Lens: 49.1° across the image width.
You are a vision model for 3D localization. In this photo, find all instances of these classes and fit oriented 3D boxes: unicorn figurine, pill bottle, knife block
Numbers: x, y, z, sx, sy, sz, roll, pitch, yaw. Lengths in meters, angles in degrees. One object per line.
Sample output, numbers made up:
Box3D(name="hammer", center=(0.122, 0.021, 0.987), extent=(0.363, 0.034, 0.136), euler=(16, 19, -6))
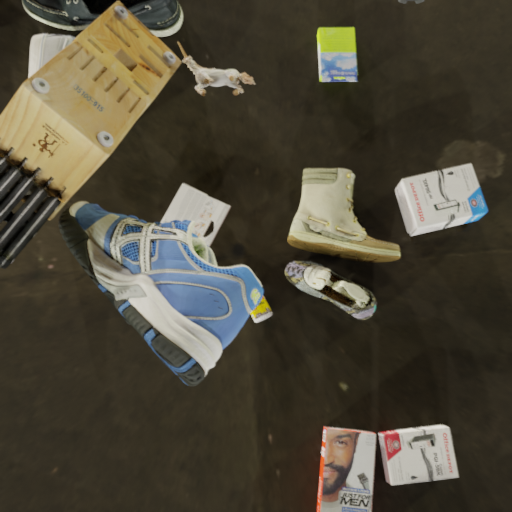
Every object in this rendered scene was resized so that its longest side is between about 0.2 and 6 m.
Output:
Box3D(name="unicorn figurine", center=(-0.628, -2.591, 8.064), extent=(1.136, 0.420, 0.780), euler=(12, 34, -18))
Box3D(name="pill bottle", center=(-0.007, 0.798, 9.609), extent=(0.348, 0.348, 0.637), euler=(-27, 78, -6))
Box3D(name="knife block", center=(-2.671, -1.288, 7.074), extent=(1.096, 3.007, 3.426), euler=(41, 42, -21))

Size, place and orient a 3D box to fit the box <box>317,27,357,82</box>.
Box3D(name="box", center=(1.549, -3.792, 10.709), extent=(0.708, 0.277, 1.161), euler=(-1, 77, 0))

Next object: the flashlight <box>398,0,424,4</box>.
Box3D(name="flashlight", center=(1.731, -3.785, 6.719), extent=(0.580, 0.578, 1.706), euler=(19, 60, -33))

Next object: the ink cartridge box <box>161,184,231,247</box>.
Box3D(name="ink cartridge box", center=(-1.129, -0.586, 9.975), extent=(0.993, 0.252, 1.127), euler=(26, 79, 7))

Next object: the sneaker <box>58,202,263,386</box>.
Box3D(name="sneaker", center=(-1.189, 0.140, 6.469), extent=(1.257, 1.235, 3.263), euler=(-42, 49, -14))

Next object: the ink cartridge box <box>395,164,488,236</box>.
Box3D(name="ink cartridge box", center=(3.252, -0.986, 9.919), extent=(1.298, 0.547, 0.948), euler=(-14, 77, -3))

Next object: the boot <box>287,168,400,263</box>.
Box3D(name="boot", center=(1.637, -0.723, 9.794), extent=(1.950, 0.703, 1.508), euler=(12, 76, 4))

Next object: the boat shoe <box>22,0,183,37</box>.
Box3D(name="boat shoe", center=(-3.005, -4.934, 10.578), extent=(3.146, 1.043, 1.176), euler=(14, 77, 3))

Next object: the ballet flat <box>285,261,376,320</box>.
Box3D(name="ballet flat", center=(1.302, 0.489, 9.557), extent=(1.699, 0.611, 0.611), euler=(28, 78, 7))

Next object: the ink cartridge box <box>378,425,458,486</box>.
Box3D(name="ink cartridge box", center=(2.596, 3.190, 8.995), extent=(1.083, 0.449, 0.795), euler=(-7, 76, -1))

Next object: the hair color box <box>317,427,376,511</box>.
Box3D(name="hair color box", center=(1.431, 3.524, 8.917), extent=(0.812, 0.468, 1.464), euler=(6, 76, 2))

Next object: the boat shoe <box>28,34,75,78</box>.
Box3D(name="boat shoe", center=(-3.584, -2.923, 10.269), extent=(0.881, 0.926, 2.573), euler=(-7, 67, -1))
